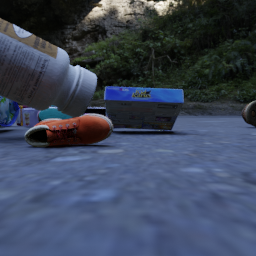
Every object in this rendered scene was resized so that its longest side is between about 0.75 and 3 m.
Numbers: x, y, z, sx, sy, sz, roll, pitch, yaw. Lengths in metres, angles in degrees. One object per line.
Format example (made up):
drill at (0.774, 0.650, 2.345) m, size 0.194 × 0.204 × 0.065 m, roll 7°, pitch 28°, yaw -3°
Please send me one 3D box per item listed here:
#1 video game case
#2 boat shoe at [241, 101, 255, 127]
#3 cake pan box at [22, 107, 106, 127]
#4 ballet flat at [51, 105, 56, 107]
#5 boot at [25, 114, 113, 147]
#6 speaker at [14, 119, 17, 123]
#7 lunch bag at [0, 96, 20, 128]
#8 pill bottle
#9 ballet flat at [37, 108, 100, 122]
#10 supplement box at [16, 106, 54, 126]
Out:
video game case at (0.309, -0.398, 6.274) m, size 1.599 × 0.363 × 1.449 m, roll 3°, pitch -23°, yaw -1°
boat shoe at (4.951, -0.536, 8.465) m, size 2.948 × 1.061 × 0.996 m, roll -2°, pitch 5°, yaw 4°
cake pan box at (-1.604, -0.328, 8.593) m, size 2.523 × 0.660 × 2.323 m, roll 3°, pitch 6°, yaw 44°
ballet flat at (-2.545, -0.604, 11.461) m, size 1.738 × 0.604 × 0.604 m, roll 19°, pitch 12°, yaw 31°
boot at (-0.747, 0.068, 3.566) m, size 1.087 × 0.408 × 0.583 m, roll -5°, pitch 8°, yaw 11°
speaker at (-4.268, -0.394, 8.821) m, size 0.759 × 0.759 × 1.870 m, roll 0°, pitch 2°, yaw 6°
lunch bag at (-3.753, -0.590, 6.436) m, size 2.014 × 1.509 × 2.368 m, roll -1°, pitch -6°, yaw -9°
pill bottle at (-1.655, -0.966, 4.873) m, size 2.066 × 1.181 × 1.181 m, roll 23°, pitch -8°, yaw -27°
ballet flat at (-1.211, -0.116, 6.214) m, size 1.534 × 0.530 × 0.546 m, roll 5°, pitch -12°, yaw -16°
supplement box at (-3.301, -0.441, 10.089) m, size 1.277 × 0.705 × 0.547 m, roll -3°, pitch 5°, yaw -37°
